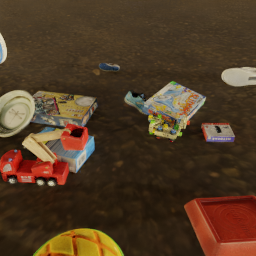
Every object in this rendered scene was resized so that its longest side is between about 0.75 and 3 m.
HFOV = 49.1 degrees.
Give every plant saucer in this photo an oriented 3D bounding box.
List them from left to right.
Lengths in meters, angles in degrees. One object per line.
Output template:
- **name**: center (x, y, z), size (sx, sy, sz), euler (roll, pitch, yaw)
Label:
- **plant saucer**: center (-3.661, -0.414, 8.988), size (1.650, 0.414, 1.650), euler (-7, 63, 14)
- **plant saucer**: center (2.192, 1.893, 5.609), size (1.733, 0.318, 1.730), euler (-2, 20, -4)

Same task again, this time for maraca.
- **maraca**: center (-1.013, 2.451, 4.322), size (1.522, 1.188, 2.220), euler (34, 44, 31)

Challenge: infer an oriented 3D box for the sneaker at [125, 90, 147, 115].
- **sneaker**: center (0.492, -0.922, 9.841), size (1.257, 0.565, 0.493), euler (27, 39, 7)

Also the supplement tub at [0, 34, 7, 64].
- **supplement tub**: center (-7.184, -3.388, 12.426), size (1.955, 1.955, 2.963), euler (18, 38, 25)

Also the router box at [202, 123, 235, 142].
- **router box**: center (2.793, 0.127, 8.719), size (0.838, 0.205, 0.752), euler (0, 34, 1)

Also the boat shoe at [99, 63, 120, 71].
- **boat shoe**: center (-0.876, -2.865, 13.156), size (0.970, 0.351, 0.351), euler (11, 29, -1)

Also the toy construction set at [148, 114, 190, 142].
- **toy construction set**: center (1.216, -0.049, 8.692), size (1.352, 0.623, 0.886), euler (1, 32, 22)

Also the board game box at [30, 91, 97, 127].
- **board game box**: center (-2.410, -0.677, 9.754), size (2.304, 0.399, 1.561), euler (8, 34, 11)

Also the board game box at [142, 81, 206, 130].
- **board game box**: center (1.653, -0.840, 9.792), size (1.452, 0.370, 2.146), euler (29, 42, 19)

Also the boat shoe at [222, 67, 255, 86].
- **boat shoe**: center (4.894, -2.243, 11.843), size (2.079, 0.748, 0.683), euler (-4, 28, -6)

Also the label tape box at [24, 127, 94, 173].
- **label tape box**: center (-1.870, 0.563, 7.779), size (1.559, 0.515, 1.117), euler (10, 33, 17)

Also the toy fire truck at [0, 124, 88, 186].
- **toy fire truck**: center (-2.053, 0.649, 6.710), size (2.208, 1.557, 0.538), euler (3, 33, 4)
